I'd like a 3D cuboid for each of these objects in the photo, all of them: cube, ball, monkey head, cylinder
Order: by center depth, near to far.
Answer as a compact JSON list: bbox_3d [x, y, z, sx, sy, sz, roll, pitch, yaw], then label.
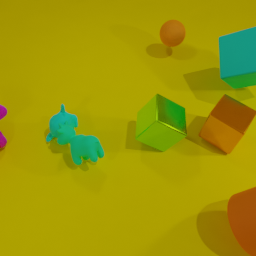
[{"bbox_3d":[2.763,1.672,5.261,1.247,1.247,1.247,25,48,-30],"label":"cylinder"},{"bbox_3d":[0.827,-0.116,7.066,0.921,0.921,0.921,24,48,-22],"label":"cube"},{"bbox_3d":[2.534,-0.101,7.178,0.930,0.930,0.930,33,56,17],"label":"cube"},{"bbox_3d":[-1.769,-0.161,7.390,0.696,1.154,0.831,10,29,-41],"label":"monkey head"},{"bbox_3d":[3.381,-1.929,7.871,1.245,1.245,1.245,-6,79,36],"label":"cube"},{"bbox_3d":[1.481,-3.143,9.313,0.864,0.864,0.864,0,52,0],"label":"ball"}]

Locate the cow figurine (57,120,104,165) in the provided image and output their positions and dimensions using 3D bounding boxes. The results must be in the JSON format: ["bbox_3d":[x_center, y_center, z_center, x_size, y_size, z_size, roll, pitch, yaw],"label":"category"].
[{"bbox_3d":[-1.177,0.310,6.736,1.120,1.102,0.615,-13,9,33],"label":"cow figurine"}]

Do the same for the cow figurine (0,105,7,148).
[{"bbox_3d":[-3.432,0.114,6.596,0.831,1.489,1.514,21,61,7],"label":"cow figurine"}]
